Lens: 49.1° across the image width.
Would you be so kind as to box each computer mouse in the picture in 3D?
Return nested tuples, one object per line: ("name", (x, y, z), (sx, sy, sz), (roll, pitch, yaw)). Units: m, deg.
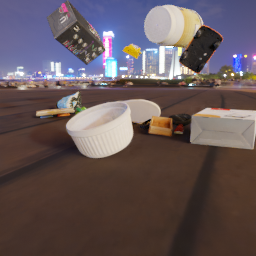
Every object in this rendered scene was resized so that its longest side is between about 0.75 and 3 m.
("computer mouse", (1.499, -0.165, 10.688), (2.220, 0.378, 0.651), (-9, 32, -20))

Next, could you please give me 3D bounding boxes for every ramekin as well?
("ramekin", (-0.612, 0.050, 6.781), (1.564, 0.821, 1.564), (-16, 23, 7))

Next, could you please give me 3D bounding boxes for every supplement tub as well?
("supplement tub", (1.932, -4.232, 11.793), (1.635, 1.635, 2.265), (10, 16, 43))

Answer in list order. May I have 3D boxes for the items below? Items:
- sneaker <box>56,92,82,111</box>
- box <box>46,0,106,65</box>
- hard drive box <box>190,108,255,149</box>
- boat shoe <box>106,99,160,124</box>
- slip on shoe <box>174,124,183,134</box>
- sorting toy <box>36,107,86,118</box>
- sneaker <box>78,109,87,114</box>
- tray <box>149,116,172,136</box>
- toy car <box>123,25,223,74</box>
("sneaker", (-3.495, -1.597, 16.663), (1.174, 1.023, 2.610), (-2, 10, 8))
("box", (-1.739, -3.231, 9.699), (0.979, 1.128, 1.846), (-33, -28, 14))
("hard drive box", (2.952, -0.055, 8.447), (1.671, 0.824, 2.144), (5, 11, 24))
("boat shoe", (0.029, -0.806, 11.906), (2.784, 1.040, 1.291), (2, 18, 13))
("slip on shoe", (1.744, 0.044, 9.535), (0.307, 0.253, 0.828), (5, 13, 18))
("sorting toy", (-3.169, -0.759, 13.686), (2.496, 0.367, 1.845), (-7, 7, -17))
("sneaker", (-1.804, -0.574, 12.600), (0.610, 0.502, 1.327), (-16, 10, -34))
("tray", (1.140, -0.087, 9.661), (0.735, 0.276, 1.490), (9, 17, 6))
("toy car", (1.019, -1.981, 6.420), (2.082, 1.021, 0.693), (16, 29, 8))
